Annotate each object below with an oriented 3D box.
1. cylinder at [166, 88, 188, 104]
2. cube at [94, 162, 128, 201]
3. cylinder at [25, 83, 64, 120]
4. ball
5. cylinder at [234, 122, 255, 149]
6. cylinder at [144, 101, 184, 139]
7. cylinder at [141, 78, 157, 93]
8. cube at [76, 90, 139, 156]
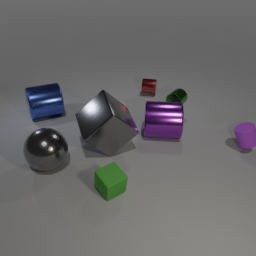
[{"bbox_3d":[2.073,-1.247,11.900,0.700,0.700,0.700,19,36,29],"label":"cylinder"},{"bbox_3d":[-0.505,1.548,8.149,0.700,0.700,0.700,-24,51,-29],"label":"cube"},{"bbox_3d":[-3.639,-1.176,12.225,1.400,1.400,1.400,-13,33,-21],"label":"cylinder"},{"bbox_3d":[-2.648,0.693,9.068,1.400,1.400,1.400,0,31,0],"label":"ball"},{"bbox_3d":[4.194,0.260,9.913,0.700,0.700,0.700,-21,21,9],"label":"cylinder"},{"bbox_3d":[1.359,-0.316,10.770,1.400,1.400,1.400,2,31,5],"label":"cylinder"},{"bbox_3d":[1.084,-2.141,14.222,0.700,0.700,0.700,7,31,10],"label":"cylinder"},{"bbox_3d":[-0.733,-0.153,9.643,1.400,1.400,1.400,-40,46,16],"label":"cube"}]
